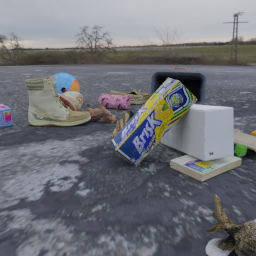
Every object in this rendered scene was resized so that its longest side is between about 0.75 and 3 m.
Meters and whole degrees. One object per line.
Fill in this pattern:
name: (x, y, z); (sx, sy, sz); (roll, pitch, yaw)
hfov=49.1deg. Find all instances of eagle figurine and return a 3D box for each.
eagle figurine: (1.893, 1.619, 4.132); (1.297, 0.979, 0.984); (28, 60, -6)

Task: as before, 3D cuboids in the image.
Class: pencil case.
pencil case: (-0.670, -1.359, 14.115); (1.658, 0.717, 0.686); (8, 27, 24)

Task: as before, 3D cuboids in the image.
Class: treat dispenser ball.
treat dispenser ball: (-3.429, -2.063, 14.865); (1.711, 1.711, 1.711); (0, 16, 0)

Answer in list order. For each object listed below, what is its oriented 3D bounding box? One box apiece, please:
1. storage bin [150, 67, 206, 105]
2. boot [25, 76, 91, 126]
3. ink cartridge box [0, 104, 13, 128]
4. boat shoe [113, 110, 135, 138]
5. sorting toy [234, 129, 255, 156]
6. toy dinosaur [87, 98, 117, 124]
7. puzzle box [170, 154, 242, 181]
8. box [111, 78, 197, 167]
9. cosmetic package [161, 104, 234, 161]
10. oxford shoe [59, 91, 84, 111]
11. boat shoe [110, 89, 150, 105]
storage bin: (2.791, -2.216, 15.295); (2.830, 2.060, 1.901); (4, 7, 15)
boot: (-2.731, -1.070, 11.012); (2.470, 1.910, 0.890); (-1, 16, -4)
ink cartridge box: (-5.631, -0.374, 10.792); (1.945, 0.742, 1.327); (-15, 22, -38)
boat shoe: (-0.064, 0.199, 8.962); (0.767, 0.786, 2.078); (-33, 20, 20)
sorting toy: (3.575, 0.465, 8.422); (2.675, 0.364, 1.506); (-5, 22, -37)
toy dinosaur: (-1.273, -0.549, 11.704); (1.555, 1.054, 0.667); (-15, -34, 22)
puzzle box: (2.022, 0.907, 7.287); (1.598, 0.203, 1.063); (-11, 20, -34)
box: (0.643, -0.175, 7.417); (0.764, 2.376, 0.833); (40, 4, -19)
cosmetic package: (1.818, -0.007, 7.938); (0.893, 1.272, 2.508); (-6, 10, -18)
oxford shoe: (-2.535, -1.288, 12.892); (1.081, 1.037, 2.929); (-25, 24, -15)
boat shoe: (0.182, -1.721, 15.206); (2.597, 0.814, 0.952); (-12, 20, -37)
